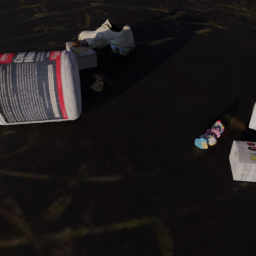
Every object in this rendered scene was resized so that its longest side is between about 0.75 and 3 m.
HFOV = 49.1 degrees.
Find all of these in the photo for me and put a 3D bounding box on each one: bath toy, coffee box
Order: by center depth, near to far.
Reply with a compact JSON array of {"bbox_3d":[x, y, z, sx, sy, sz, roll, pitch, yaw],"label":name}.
[{"bbox_3d":[2.418,0.167,8.042,0.504,0.428,1.159,30,47,31],"label":"bath toy"},{"bbox_3d":[-1.990,-3.124,11.872,0.900,0.627,1.573,-15,42,-18],"label":"coffee box"}]

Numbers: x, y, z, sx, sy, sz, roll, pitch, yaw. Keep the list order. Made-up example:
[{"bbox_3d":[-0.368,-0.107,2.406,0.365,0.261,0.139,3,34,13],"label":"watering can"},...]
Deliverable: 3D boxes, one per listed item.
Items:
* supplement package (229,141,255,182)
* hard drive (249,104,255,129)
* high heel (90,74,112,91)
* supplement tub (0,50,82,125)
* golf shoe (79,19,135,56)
[{"bbox_3d":[3.105,0.837,7.051,0.866,0.637,0.828,4,39,7],"label":"supplement package"},{"bbox_3d":[3.235,-0.331,5.083,0.229,1.151,1.745,7,10,-44],"label":"hard drive"},{"bbox_3d":[-1.217,-1.690,10.271,0.796,0.399,1.117,30,31,22],"label":"high heel"},{"bbox_3d":[-2.979,-1.185,8.364,2.988,2.097,2.097,-4,40,-5],"label":"supplement tub"},{"bbox_3d":[-1.006,-4.326,12.755,2.886,1.403,1.130,16,44,21],"label":"golf shoe"}]
